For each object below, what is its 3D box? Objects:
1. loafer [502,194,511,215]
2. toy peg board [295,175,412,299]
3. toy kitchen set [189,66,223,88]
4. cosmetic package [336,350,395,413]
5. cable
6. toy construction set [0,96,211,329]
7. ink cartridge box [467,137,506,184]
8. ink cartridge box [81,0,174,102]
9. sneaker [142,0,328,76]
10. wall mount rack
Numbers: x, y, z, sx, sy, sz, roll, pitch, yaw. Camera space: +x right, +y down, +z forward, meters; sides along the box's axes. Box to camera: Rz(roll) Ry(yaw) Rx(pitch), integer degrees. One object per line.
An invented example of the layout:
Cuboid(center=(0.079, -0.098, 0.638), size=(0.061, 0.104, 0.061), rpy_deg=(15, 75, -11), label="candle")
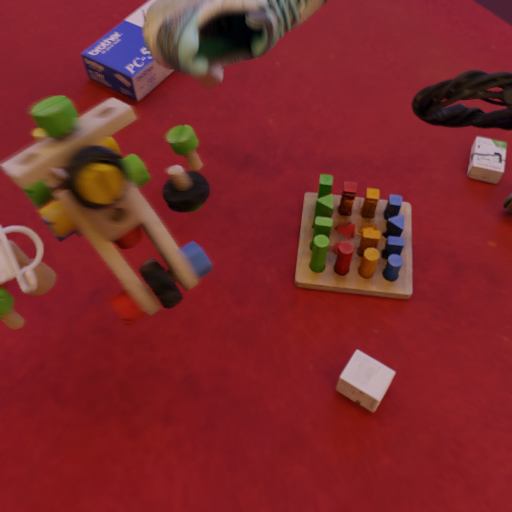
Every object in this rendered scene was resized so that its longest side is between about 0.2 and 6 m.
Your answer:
Cuboid(center=(5.439, -1.078, 9.873), size=(2.185, 0.785, 0.687), rpy_deg=(-18, 65, -14), label="loafer")
Cuboid(center=(1.695, -0.417, 9.315), size=(1.900, 0.933, 1.908), rpy_deg=(6, 58, 4), label="toy peg board")
Cuboid(center=(-0.569, -3.879, 9.722), size=(1.486, 0.876, 1.191), rpy_deg=(-13, 63, 40), label="toy kitchen set")
Cuboid(center=(1.579, 1.816, 8.115), size=(0.638, 0.526, 0.526), rpy_deg=(29, 62, 19), label="cosmetic package")
Cuboid(center=(2.888, -1.965, 7.239), size=(1.850, 1.509, 0.470), rpy_deg=(2, 92, -4), label="cable")
Cuboid(center=(-2.268, -0.674, 6.296), size=(3.215, 2.470, 2.681), rpy_deg=(-20, 49, 3), label="toy construction set")
Cuboid(center=(4.356, -1.806, 10.563), size=(0.583, 0.330, 0.796), rpy_deg=(14, 59, 10), label="ink cartridge box")
Cuboid(center=(-2.188, -4.720, 12.236), size=(1.434, 0.675, 3.051), rpy_deg=(28, 62, 18), label="ink cartridge box")
Cuboid(center=(0.081, -3.476, 8.189), size=(3.308, 1.284, 1.428), rpy_deg=(-31, 46, -9), label="sneaker")
Cuboid(center=(-3.213, -0.144, 6.030), size=(1.812, 0.675, 1.574), rpy_deg=(-25, 96, -37), label="wall mount rack")
